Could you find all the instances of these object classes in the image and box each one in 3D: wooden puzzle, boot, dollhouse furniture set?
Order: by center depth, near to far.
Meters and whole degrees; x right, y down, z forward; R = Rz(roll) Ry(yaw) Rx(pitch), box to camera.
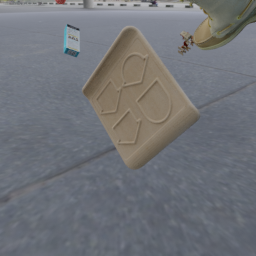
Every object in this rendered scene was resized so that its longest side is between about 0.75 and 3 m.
[{"bbox_3d":[0.121,-0.368,3.852,0.348,1.390,1.501,-18,68,-48],"label":"wooden puzzle"},{"bbox_3d":[1.948,-2.951,6.717,2.198,1.024,2.842,9,-13,-24],"label":"boot"},{"bbox_3d":[2.267,-3.390,10.981,0.792,0.783,0.408,-44,64,-12],"label":"dollhouse furniture set"}]

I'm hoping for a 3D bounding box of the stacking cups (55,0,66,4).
[{"bbox_3d":[-1.921,-4.657,8.888,0.580,0.580,1.918,-17,-11,-29],"label":"stacking cups"}]

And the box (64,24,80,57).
[{"bbox_3d":[-1.952,-3.038,9.726,0.490,0.293,1.192,13,54,-29],"label":"box"}]
